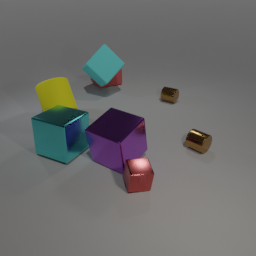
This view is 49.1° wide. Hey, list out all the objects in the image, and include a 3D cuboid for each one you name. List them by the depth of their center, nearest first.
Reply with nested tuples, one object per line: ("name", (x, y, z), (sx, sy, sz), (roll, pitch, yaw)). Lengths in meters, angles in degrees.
("cube", (0.301, 1.388, 8.270), (0.700, 0.700, 0.700), (-2, 35, -14))
("cube", (-0.340, 0.395, 9.224), (1.400, 1.400, 1.400), (19, 46, 31))
("cube", (-2.298, 0.163, 9.792), (1.400, 1.400, 1.400), (14, 28, 24))
("cylinder", (2.541, 0.464, 10.062), (0.700, 0.700, 0.700), (26, 38, 38))
("cylinder", (-3.024, -1.240, 11.874), (1.400, 1.400, 1.400), (-19, -3, -1))
("cylinder", (2.072, -1.643, 13.854), (0.700, 0.700, 0.700), (17, 33, 29))
("cube", (-1.280, -3.133, 14.209), (1.400, 1.400, 1.400), (-50, 15, -10))
("cube", (-1.252, -3.262, 16.006), (1.400, 1.400, 1.400), (-14, 33, -21))
